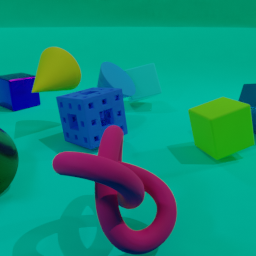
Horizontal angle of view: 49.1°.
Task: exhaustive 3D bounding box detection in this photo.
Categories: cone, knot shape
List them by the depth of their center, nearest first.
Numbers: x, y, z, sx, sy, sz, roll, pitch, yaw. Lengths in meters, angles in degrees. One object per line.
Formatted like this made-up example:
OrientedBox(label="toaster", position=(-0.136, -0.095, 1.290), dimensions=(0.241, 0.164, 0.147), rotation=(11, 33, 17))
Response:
OrientedBox(label="knot shape", position=(-0.183, 0.603, 3.292), dimensions=(1.520, 0.751, 1.625), rotation=(36, 17, -51))
OrientedBox(label="cone", position=(-2.216, 0.280, 3.842), dimensions=(1.405, 1.405, 1.410), rotation=(-12, -16, -28))
OrientedBox(label="cone", position=(-1.893, -1.121, 6.561), dimensions=(1.164, 1.164, 1.169), rotation=(9, 39, 20))
OrientedBox(label="cone", position=(-0.620, -0.996, 7.815), dimensions=(1.191, 1.195, 1.191), rotation=(31, 35, -26))

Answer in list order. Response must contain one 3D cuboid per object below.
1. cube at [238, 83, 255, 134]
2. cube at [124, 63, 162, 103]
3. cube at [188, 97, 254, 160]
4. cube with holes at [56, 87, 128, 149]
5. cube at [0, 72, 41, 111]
OrientedBox(label="cube", position=(3.138, -0.453, 6.582), dimensions=(0.872, 0.872, 0.872), rotation=(3, 48, 35))
OrientedBox(label="cube", position=(0.409, -1.366, 8.691), dimensions=(0.937, 0.937, 0.937), rotation=(-15, 1, -4))
OrientedBox(label="cube", position=(1.882, -0.026, 5.710), dimensions=(0.881, 0.881, 0.881), rotation=(-20, 21, -10))
OrientedBox(label="cube with holes", position=(-0.791, -0.276, 6.242), dimensions=(1.043, 1.043, 1.043), rotation=(-22, 22, -39))
OrientedBox(label="cube", position=(-3.484, -1.171, 8.868), dimensions=(0.957, 0.957, 0.957), rotation=(18, 28, 38))
